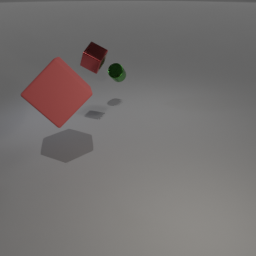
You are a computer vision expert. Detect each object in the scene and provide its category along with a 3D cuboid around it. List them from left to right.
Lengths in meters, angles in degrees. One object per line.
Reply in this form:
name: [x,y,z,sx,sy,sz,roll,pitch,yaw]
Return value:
cube: [-2.047,-1.099,8.285,1.400,1.400,1.400,-45,18,4]
cube: [-1.244,-2.564,10.238,0.700,0.700,0.700,28,55,-3]
cylinder: [-0.489,-2.503,12.705,0.700,0.700,0.700,7,-4,13]
